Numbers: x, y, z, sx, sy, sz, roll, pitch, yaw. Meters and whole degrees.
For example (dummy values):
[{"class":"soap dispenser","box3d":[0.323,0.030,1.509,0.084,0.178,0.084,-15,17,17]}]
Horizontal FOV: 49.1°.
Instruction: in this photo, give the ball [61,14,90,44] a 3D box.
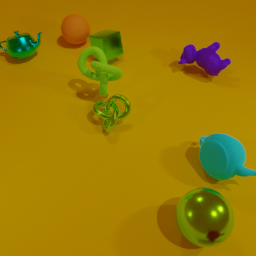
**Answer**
[{"class":"ball","box3d":[-2.091,-3.952,11.199,1.154,1.154,1.154,0,50,0]}]

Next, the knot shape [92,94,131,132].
[{"class":"knot shape","box3d":[-0.436,-0.530,8.424,1.102,0.544,1.177,-32,61,10]}]

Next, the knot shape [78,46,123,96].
[{"class":"knot shape","box3d":[-0.862,-1.696,8.887,1.573,1.472,0.727,34,61,29]}]

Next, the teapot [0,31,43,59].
[{"class":"teapot","box3d":[-4.012,-3.222,10.623,1.895,0.928,1.178,-7,32,9]}]

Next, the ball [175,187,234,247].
[{"class":"ball","box3d":[1.675,1.948,6.162,1.251,1.251,1.251,0,50,0]}]

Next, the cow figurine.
[{"class":"cow figurine","box3d":[2.626,-2.382,9.892,1.515,1.491,0.832,54,44,-3]}]

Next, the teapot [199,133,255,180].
[{"class":"teapot","box3d":[2.555,0.748,7.273,0.955,1.213,1.950,-7,33,-31]}]

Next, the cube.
[{"class":"cube","box3d":[-0.803,-3.092,10.425,0.862,0.862,0.862,-32,39,-29]}]
